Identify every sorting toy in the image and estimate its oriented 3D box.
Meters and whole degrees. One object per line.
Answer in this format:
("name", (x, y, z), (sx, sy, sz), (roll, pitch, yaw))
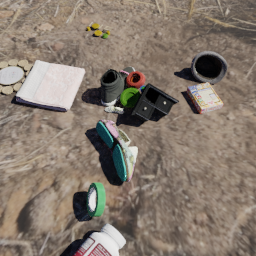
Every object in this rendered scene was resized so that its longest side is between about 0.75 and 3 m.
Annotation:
("sorting toy", (0.347, -1.522, 11.768), (1.033, 0.706, 1.720), (9, 72, 17))

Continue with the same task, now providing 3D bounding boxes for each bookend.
("bookend", (1.003, -0.759, 10.945), (1.409, 0.653, 1.418), (30, 81, -7))

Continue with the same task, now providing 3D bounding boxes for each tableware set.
("tableware set", (-1.550, -5.131, 14.791), (1.345, 0.206, 0.906), (21, 58, 14))

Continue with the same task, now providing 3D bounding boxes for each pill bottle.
("pill bottle", (-0.919, 3.572, 7.619), (1.022, 1.022, 1.810), (34, 60, 23))

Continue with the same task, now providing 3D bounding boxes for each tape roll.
("tape roll", (-0.995, 2.203, 8.639), (0.247, 1.028, 1.028), (7, 49, -25))

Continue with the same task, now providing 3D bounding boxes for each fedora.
("fedora", (3.565, -2.722, 12.465), (1.555, 1.375, 0.702), (20, 24, 3))

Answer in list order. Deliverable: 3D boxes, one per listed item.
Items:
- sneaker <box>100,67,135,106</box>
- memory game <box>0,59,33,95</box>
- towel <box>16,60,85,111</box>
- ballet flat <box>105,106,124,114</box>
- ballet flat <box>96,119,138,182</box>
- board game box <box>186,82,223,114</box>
("sneaker", (-0.360, -2.131, 11.843), (0.868, 1.217, 2.455), (23, 55, 18))
("memory game", (-5.314, -2.339, 12.673), (2.301, 0.147, 2.301), (0, 53, 0))
("towel", (-3.286, -1.899, 12.104), (2.330, 0.393, 2.439), (12, 55, 3))
("ballet flat", (-0.557, -0.772, 11.407), (0.803, 0.279, 0.279), (11, 53, 8))
("ballet flat", (-0.253, 0.672, 10.013), (0.953, 0.925, 2.677), (-8, 50, -31))
("board game box", (3.208, -1.282, 11.760), (1.012, 0.309, 1.335), (-14, 54, -10))
